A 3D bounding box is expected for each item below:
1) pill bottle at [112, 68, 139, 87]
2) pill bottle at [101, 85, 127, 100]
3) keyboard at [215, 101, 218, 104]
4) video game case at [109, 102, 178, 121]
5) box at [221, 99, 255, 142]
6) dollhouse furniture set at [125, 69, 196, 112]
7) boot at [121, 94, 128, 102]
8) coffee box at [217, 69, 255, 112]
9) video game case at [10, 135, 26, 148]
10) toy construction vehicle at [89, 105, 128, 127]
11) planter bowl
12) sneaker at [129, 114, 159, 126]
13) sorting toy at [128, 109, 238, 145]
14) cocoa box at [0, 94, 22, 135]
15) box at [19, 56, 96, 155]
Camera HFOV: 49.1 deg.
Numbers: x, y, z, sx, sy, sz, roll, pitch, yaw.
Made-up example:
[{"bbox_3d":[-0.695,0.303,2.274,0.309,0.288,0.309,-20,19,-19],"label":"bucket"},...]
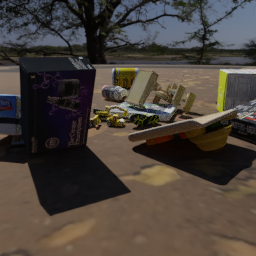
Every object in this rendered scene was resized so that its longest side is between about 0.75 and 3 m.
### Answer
[{"bbox_3d":[0.085,-3.550,19.737,2.391,1.339,1.339,0,16,0],"label":"pill bottle"},{"bbox_3d":[-0.715,-1.880,14.991,1.345,0.745,0.745,13,21,38],"label":"pill bottle"},{"bbox_3d":[5.526,-1.258,13.340,2.427,0.481,1.263,0,16,3],"label":"keyboard"},{"bbox_3d":[0.713,-0.768,11.917,2.486,0.290,2.260,5,16,17],"label":"video game case"},{"bbox_3d":[4.633,-0.377,8.933,2.655,0.661,2.094,-21,23,-22],"label":"box"},{"bbox_3d":[1.274,-1.319,12.315,2.363,1.538,2.171,25,-2,-38],"label":"dollhouse furniture set"},{"bbox_3d":[0.046,-1.570,14.534,1.083,0.394,0.842,-5,17,-22],"label":"boot"},{"bbox_3d":[4.718,-1.440,11.503,1.773,1.793,1.791,2,16,8],"label":"coffee box"},{"bbox_3d":[-2.997,0.365,8.269,0.821,0.116,0.909,-4,17,-16],"label":"video game case"},{"bbox_3d":[-0.877,-0.468,10.358,1.605,0.565,1.397,2,16,8],"label":"toy construction vehicle"},{"bbox_3d":[2.236,0.297,7.499,1.242,0.517,1.242,-17,1,0],"label":"planter bowl"},{"bbox_3d":[0.532,-0.305,10.150,1.238,0.467,0.473,2,5,-33],"label":"sneaker"},{"bbox_3d":[1.594,0.021,7.928,2.293,0.452,2.477,-14,-2,44],"label":"sorting toy"},{"bbox_3d":[-3.414,-0.417,8.536,1.137,1.118,1.704,4,3,12],"label":"cocoa box"},{"bbox_3d":[-1.859,-0.582,7.263,1.665,2.359,0.930,-8,39,-27],"label":"box"}]
